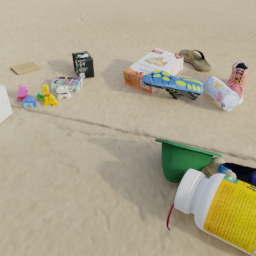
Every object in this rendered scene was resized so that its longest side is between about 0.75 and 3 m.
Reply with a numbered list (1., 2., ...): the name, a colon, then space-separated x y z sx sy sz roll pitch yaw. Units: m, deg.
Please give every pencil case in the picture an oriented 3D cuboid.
1. pencil case: 3.868 -1.463 11.757 0.778 0.849 1.872 -22 37 -1

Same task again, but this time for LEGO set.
1. LEGO set: -3.620 -1.463 11.751 2.299 0.943 0.877 -4 37 -6

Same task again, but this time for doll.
1. doll: 3.396 1.351 7.531 1.943 0.690 2.847 14 -3 -40

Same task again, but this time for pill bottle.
1. pill bottle: 2.479 1.945 6.553 2.587 1.459 1.459 21 41 27

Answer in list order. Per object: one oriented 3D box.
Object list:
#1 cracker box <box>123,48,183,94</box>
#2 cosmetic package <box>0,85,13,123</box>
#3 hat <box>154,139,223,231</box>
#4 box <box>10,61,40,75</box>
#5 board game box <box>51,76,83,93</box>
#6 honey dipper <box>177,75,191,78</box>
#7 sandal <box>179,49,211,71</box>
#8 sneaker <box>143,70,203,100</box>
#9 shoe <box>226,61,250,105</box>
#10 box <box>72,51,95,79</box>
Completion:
1. cracker box: 1.246 -2.791 13.410 1.693 0.729 2.528 28 55 33
2. cosmetic package: -5.952 -0.672 10.326 2.164 1.334 2.170 8 38 12
3. hat: 1.451 1.531 8.172 2.385 2.100 1.976 15 -3 -42
4. box: -5.432 -3.176 14.841 1.249 0.133 1.021 -25 43 -31
5. board game box: -2.821 -2.025 13.012 1.255 0.403 0.926 4 36 5
6. honey dipper: 1.817 -2.491 13.640 2.541 0.483 0.483 20 40 29
7. sandal: 3.719 -3.857 15.289 1.054 0.709 2.624 -11 37 -14
8. sneaker: 1.845 -1.713 11.922 2.584 1.071 0.916 14 53 2
9. shoe: 4.780 -2.036 12.382 0.876 1.116 2.452 13 39 18
10. box: -2.262 -3.182 14.126 0.811 0.969 1.305 -12 37 -17
